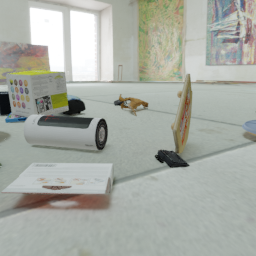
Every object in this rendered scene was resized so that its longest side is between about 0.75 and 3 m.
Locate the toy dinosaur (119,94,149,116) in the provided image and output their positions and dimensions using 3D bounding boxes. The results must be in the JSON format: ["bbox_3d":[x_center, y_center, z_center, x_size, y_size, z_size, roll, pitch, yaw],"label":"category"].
[{"bbox_3d":[0.246,-1.254,14.207,1.499,0.852,2.822,6,14,22],"label":"toy dinosaur"}]

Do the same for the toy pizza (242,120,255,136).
[{"bbox_3d":[4.849,0.144,8.671,2.478,0.393,2.478,0,13,0],"label":"toy pizza"}]

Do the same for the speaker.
[{"bbox_3d":[-1.712,0.111,7.686,2.177,0.884,0.884,4,13,18],"label":"speaker"}]

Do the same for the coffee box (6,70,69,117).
[{"bbox_3d":[-3.773,-1.494,11.780,1.746,1.729,1.749,10,20,36],"label":"coffee box"}]

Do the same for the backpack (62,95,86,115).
[{"bbox_3d":[-2.903,-1.135,13.500,1.203,1.134,1.474,-13,4,-30],"label":"backpack"}]

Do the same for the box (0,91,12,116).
[{"bbox_3d":[-5.621,-1.265,13.768,1.714,1.062,1.685,-9,13,-35],"label":"box"}]

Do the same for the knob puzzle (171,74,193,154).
[{"bbox_3d":[1.346,-0.188,7.117,0.280,2.018,2.018,8,14,20],"label":"knob puzzle"}]

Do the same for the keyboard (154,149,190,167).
[{"bbox_3d":[0.979,0.702,6.648,0.645,0.138,1.073,-1,11,-10],"label":"keyboard"}]

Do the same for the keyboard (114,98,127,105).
[{"bbox_3d":[-0.398,-1.569,17.286,0.916,0.349,1.760,-23,14,1],"label":"keyboard"}]

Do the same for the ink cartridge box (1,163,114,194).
[{"bbox_3d":[-1.093,0.975,4.864,1.612,0.351,1.400,0,13,2],"label":"ink cartridge box"}]

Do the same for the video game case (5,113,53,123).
[{"bbox_3d":[-4.143,-0.532,11.964,1.841,0.164,1.317,-6,16,-11],"label":"video game case"}]
